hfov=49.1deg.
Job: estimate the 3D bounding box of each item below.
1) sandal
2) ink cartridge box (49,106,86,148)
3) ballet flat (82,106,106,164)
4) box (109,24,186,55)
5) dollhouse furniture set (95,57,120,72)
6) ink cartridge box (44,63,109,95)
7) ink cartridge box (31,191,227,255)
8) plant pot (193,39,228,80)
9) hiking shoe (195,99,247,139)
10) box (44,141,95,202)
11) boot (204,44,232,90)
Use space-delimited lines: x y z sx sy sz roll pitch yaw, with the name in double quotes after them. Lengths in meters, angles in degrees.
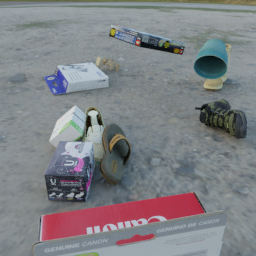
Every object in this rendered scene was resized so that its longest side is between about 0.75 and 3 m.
-0.308 0.628 8.250 0.968 0.646 2.368 40 27 -18 "sandal"
-1.977 -0.006 9.361 0.988 0.570 1.358 -37 25 18 "ink cartridge box"
-1.139 0.101 9.364 0.920 0.850 2.727 -7 31 -12 "ballet flat"
0.860 -3.749 11.982 2.818 0.562 1.929 -5 29 -43 "box"
-1.225 -3.502 15.927 1.182 0.769 1.085 7 24 -33 "dollhouse furniture set"
-2.716 -2.597 14.250 2.788 0.566 2.783 -13 33 -21 "ink cartridge box"
0.002 2.014 4.578 2.706 2.376 1.135 -6 31 -11 "ink cartridge box"
2.157 -1.817 7.161 0.837 0.837 0.787 10 59 17 "plant pot"
3.286 -0.255 10.066 1.308 0.984 2.598 -10 22 0 "hiking shoe"
-1.502 1.111 7.578 1.038 0.901 1.571 1 30 2 "box"
4.417 -3.006 13.644 0.879 1.877 2.415 18 35 28 "boot"
